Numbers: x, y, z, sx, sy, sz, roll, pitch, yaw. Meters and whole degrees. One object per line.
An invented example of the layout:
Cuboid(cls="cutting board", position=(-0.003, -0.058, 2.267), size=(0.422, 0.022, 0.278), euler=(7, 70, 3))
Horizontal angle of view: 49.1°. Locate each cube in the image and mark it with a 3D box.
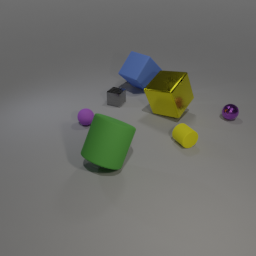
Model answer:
Cuboid(cls="cube", position=(0.649, -2.942, 14.678), size=(1.400, 1.400, 1.400), euler=(30, -2, 41))
Cuboid(cls="cube", position=(-0.551, -1.486, 13.414), size=(0.700, 0.700, 0.700), euler=(13, 32, 21))
Cuboid(cls="cube", position=(1.777, -1.475, 12.025), size=(1.400, 1.400, 1.400), euler=(14, 53, 40))

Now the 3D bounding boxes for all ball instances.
Cuboid(cls="ball", position=(4.401, -0.693, 12.052), size=(0.700, 0.700, 0.700), euler=(0, 30, 0))
Cuboid(cls="ball", position=(-1.751, -0.467, 11.655), size=(0.700, 0.700, 0.700), euler=(0, 30, 0))

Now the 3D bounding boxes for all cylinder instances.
Cuboid(cls="cylinder", position=(2.110, 0.280, 10.361), size=(0.700, 0.700, 0.700), euler=(-14, 33, -22))
Cuboid(cls="cylinder", position=(-0.626, 0.414, 8.939), size=(1.400, 1.400, 1.400), euler=(21, 5, -2))
